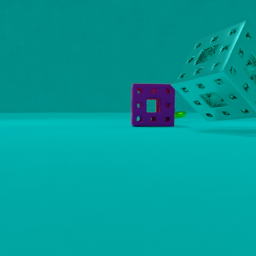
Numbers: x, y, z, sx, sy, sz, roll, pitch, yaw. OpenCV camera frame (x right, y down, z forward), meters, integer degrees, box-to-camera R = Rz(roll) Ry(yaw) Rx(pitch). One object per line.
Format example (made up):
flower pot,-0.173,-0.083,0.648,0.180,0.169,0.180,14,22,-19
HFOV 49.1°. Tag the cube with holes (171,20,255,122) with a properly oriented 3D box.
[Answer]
cube with holes,2.056,-1.102,5.937,1.341,1.341,1.341,40,-22,-25

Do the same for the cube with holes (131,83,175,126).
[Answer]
cube with holes,0.684,-0.649,8.113,1.144,1.144,1.144,1,3,-2

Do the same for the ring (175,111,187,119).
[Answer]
ring,1.626,-0.468,10.881,1.297,0.259,1.297,-7,1,0
